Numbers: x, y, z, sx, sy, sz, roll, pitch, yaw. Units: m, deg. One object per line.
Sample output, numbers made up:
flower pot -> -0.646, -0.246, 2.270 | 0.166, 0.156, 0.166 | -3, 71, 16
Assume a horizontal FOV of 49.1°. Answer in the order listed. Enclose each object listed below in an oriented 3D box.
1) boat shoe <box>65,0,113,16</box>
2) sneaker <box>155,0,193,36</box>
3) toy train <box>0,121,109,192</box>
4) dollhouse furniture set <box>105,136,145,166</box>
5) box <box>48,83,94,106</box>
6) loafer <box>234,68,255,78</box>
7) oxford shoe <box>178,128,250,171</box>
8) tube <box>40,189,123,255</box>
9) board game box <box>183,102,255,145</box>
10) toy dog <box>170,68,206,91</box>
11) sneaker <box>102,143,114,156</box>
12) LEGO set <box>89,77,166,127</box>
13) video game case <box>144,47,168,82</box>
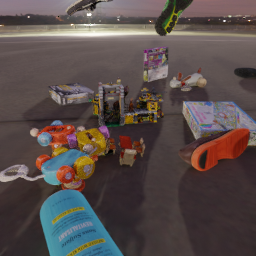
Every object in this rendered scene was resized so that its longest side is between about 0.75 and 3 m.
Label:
boat shoe -> -1.297, -4.098, 9.299 | 1.901, 0.596, 0.691 | -14, 31, 34
sneaker -> 1.395, -3.658, 8.390 | 0.709, 1.818, 0.775 | 34, 23, -7
toy train -> -1.523, 0.643, 6.403 | 2.122, 0.786, 2.825 | -5, 23, 8
dollhouse furniture set -> -0.034, 0.462, 6.847 | 0.937, 0.483, 0.927 | 8, 30, -13
box -> -2.401, -1.447, 11.731 | 1.423, 0.434, 1.797 | -13, 26, -27
loafer -> 6.661, -3.045, 15.486 | 1.642, 0.558, 0.577 | 6, 22, 0
oxford shoe -> 2.207, 0.378, 6.976 | 2.147, 0.764, 0.779 | -14, 21, -31
tube -> -0.371, 1.914, 3.436 | 1.153, 0.750, 2.977 | -25, 35, -19
board game box -> 2.831, -0.232, 8.779 | 1.779, 0.453, 2.646 | 1, 23, 1
toy dog -> 2.962, -2.426, 13.525 | 1.813, 0.873, 1.196 | -17, 28, -35
sneaker -> -0.682, 0.557, 7.103 | 0.767, 0.285, 0.324 | -9, 24, -22
LEGO set -> -0.075, -1.064, 9.408 | 2.598, 1.505, 1.998 | -1, 23, -2
video game case -> 1.503, -3.401, 14.881 | 0.325, 1.646, 1.816 | 18, 29, 39
